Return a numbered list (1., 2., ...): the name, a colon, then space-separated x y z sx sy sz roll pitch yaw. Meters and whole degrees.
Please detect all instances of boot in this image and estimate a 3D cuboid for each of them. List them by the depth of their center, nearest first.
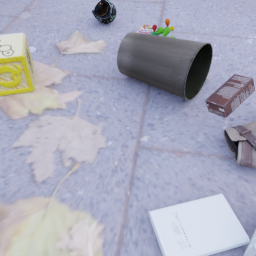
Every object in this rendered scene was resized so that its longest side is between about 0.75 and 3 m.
1. boot: 3.788 0.091 8.177 1.911 0.918 2.613 -5 39 6

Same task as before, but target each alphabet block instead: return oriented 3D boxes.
1. alphabet block: -4.192 -2.237 9.849 1.525 1.533 1.561 -10 48 -7

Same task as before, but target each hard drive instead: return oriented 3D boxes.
1. hard drive: 1.579 2.275 6.420 1.910 0.251 1.259 -10 44 -11

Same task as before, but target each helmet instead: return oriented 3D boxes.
1. helmet: -1.099 -5.484 13.179 1.157 1.157 1.103 7 12 7

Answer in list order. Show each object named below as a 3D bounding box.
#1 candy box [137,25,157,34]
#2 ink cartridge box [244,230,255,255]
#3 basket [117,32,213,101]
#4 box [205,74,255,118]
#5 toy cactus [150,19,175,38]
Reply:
1. candy box: 0.780 -4.216 12.541 0.648 0.314 1.111 18 48 18
2. ink cartridge box: 3.844 2.620 5.674 2.338 0.979 1.687 29 53 24
3. basket: 1.189 -2.281 9.722 2.777 1.889 2.504 22 31 25
4. box: 2.836 -0.902 7.742 1.284 0.481 0.643 -38 37 -15
5. toy cactus: 1.061 -3.616 11.612 1.847 1.145 2.239 -5 55 8
